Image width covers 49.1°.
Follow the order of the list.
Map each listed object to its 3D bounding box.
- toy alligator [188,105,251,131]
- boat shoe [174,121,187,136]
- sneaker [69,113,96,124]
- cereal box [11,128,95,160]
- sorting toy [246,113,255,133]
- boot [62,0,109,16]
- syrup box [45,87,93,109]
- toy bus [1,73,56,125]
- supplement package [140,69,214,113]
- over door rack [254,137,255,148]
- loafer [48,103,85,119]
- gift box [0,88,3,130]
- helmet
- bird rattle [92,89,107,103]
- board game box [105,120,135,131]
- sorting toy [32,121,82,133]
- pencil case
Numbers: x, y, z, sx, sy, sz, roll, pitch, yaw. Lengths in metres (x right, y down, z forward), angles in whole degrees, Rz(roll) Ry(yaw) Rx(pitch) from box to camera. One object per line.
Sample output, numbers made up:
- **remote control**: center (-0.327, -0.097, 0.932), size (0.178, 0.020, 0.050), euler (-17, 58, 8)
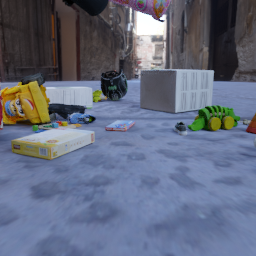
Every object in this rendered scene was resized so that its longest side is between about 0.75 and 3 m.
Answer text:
- **toy alligator**: center (2.625, -0.325, 7.710), size (2.317, 0.629, 0.687), euler (-5, 13, -25)
- **boat shoe**: center (1.359, -0.033, 7.122), size (0.299, 0.294, 0.829), euler (-1, 11, -3)
- **sneaker**: center (-1.327, -0.281, 8.268), size (0.852, 0.335, 0.380), euler (-9, 12, -38)
- **cereal box**: center (-1.460, 0.271, 5.660), size (0.996, 0.274, 1.385), euler (6, 13, 28)
- **sorting toy**: center (3.895, -0.263, 7.404), size (1.879, 0.647, 0.652), euler (-7, 13, -28)
- **boot**: center (-1.362, -2.865, 4.353), size (0.860, 2.253, 1.893), euler (-38, -10, 22)
- **syrup box**: center (-2.622, -1.211, 11.398), size (2.206, 0.898, 0.869), euler (-6, 13, -29)
- **toy bus**: center (-3.271, -0.720, 8.305), size (1.971, 1.393, 2.053), euler (-16, 18, -13)
- **supplement package**: center (1.953, -1.576, 11.437), size (2.163, 1.591, 2.068), euler (-9, 14, -37)
- **over door rack**: center (3.409, 0.209, 3.888), size (2.649, 0.882, 1.957), euler (-19, 8, 12)
- **loafer**: center (-1.986, -0.517, 8.788), size (1.357, 0.476, 0.461), euler (3, 6, -34)
- **gift box**: center (-4.031, -1.089, 6.076), size (2.517, 2.487, 2.695), euler (-4, 2, -4)
- **helmet**: center (-0.721, -2.209, 14.846), size (1.593, 1.518, 1.593), euler (-7, 36, 5)
- **bird rattle**: center (-1.661, -1.537, 14.426), size (0.982, 0.678, 1.204), euler (6, -7, -36)
- **board game box**: center (-0.192, -0.069, 7.780), size (0.559, 0.106, 1.086), euler (2, 11, 15)
- **sorting toy**: center (-1.910, -0.071, 7.575), size (0.784, 0.190, 1.392), euler (10, 15, 41)
- **pencil case**: center (-0.074, -3.247, 6.439), size (2.261, 0.988, 0.988), euler (18, 9, -8)
